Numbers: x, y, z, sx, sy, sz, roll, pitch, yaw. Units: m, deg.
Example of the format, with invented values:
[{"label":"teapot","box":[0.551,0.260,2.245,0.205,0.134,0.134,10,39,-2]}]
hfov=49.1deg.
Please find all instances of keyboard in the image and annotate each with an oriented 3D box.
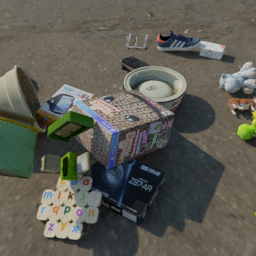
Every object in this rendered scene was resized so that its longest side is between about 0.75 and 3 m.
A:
[{"label":"keyboard","box":[0.491,-3.140,14.416,1.367,0.222,2.152,-34,52,-31]}]

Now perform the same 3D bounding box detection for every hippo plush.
[{"label":"hippo plush","box":[4.895,-2.288,12.662,1.349,1.337,1.678,-9,44,-10]}]

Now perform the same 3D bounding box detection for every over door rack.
[{"label":"over door rack","box":[0.536,-5.166,16.389,1.133,0.511,1.534,6,43,5]}]

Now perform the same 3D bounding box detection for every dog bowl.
[{"label":"dog bowl","box":[1.150,-1.575,12.145,2.700,0.996,2.700,0,43,0]}]

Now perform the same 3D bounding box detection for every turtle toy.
[{"label":"turtle toy","box":[5.009,0.024,10.474,1.731,0.875,1.262,-6,66,-2]}]

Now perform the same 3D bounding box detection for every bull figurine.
[{"label":"bull figurine","box":[4.988,-0.945,11.824,1.521,0.495,0.923,0,43,0]}]

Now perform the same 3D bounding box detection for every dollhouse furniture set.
[{"label":"dollhouse furniture set","box":[-2.359,0.404,7.605,2.682,1.346,1.757,17,58,-41]}]

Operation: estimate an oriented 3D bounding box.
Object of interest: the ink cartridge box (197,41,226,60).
[{"label":"ink cartridge box","box":[4.518,-4.300,15.453,1.450,0.489,0.844,20,46,20]}]

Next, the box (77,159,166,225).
[{"label":"box","box":[-0.190,1.752,8.907,2.264,0.493,1.814,22,47,22]}]

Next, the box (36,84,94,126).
[{"label":"box","box":[-2.504,-0.963,11.725,1.477,0.515,2.481,20,47,11]}]

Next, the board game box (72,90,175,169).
[{"label":"board game box","box":[-0.191,-0.114,9.766,2.786,1.349,2.221,-18,41,-37]}]

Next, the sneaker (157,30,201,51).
[{"label":"sneaker","box":[2.767,-4.880,15.412,2.388,1.009,0.895,-2,40,15]}]

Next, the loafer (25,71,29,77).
[{"label":"loafer","box":[-4.929,-2.246,13.166,0.562,0.581,1.654,-14,45,-15]}]

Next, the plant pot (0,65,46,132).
[{"label":"plant pot","box":[-4.669,-0.674,10.322,2.406,2.629,2.629,-20,45,-5]}]

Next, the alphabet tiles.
[{"label":"alphabet tiles","box":[-1.714,2.289,8.213,1.869,0.136,1.828,-2,57,14]}]
